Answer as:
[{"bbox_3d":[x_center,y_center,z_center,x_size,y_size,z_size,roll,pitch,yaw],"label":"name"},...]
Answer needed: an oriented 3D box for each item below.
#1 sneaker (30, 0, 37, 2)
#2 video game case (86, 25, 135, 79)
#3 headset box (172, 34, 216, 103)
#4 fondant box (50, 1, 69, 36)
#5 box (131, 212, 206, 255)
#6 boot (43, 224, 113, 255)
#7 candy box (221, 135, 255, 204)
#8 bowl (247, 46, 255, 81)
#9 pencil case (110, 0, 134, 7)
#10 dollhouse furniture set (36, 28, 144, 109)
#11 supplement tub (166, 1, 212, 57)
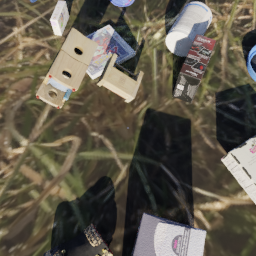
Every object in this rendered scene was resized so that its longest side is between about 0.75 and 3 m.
[{"bbox_3d":[-3.240,-4.868,10.176,0.786,0.276,0.306,-27,74,-11],"label":"sneaker"},{"bbox_3d":[-0.864,-2.501,9.053,1.669,0.192,1.520,-33,68,-15],"label":"video game case"},{"bbox_3d":[1.925,-1.757,8.103,0.621,1.231,1.656,22,65,9],"label":"headset box"},{"bbox_3d":[-2.271,-3.679,9.373,0.266,0.660,0.915,9,64,4],"label":"fondant box"},{"bbox_3d":[0.684,3.040,5.736,1.397,1.213,2.114,14,65,7],"label":"box"},{"bbox_3d":[-0.895,3.091,6.069,1.298,0.631,1.724,-34,62,-15],"label":"boot"},{"bbox_3d":[3.504,1.180,6.890,1.371,0.613,2.010,-26,70,-19],"label":"candy box"},{"bbox_3d":[4.548,-1.926,8.689,1.711,0.336,1.711,0,64,0],"label":"bowl"},{"bbox_3d":[-0.008,-5.670,10.127,1.150,1.033,2.647,-1,63,26],"label":"pencil case"},{"bbox_3d":[-1.094,-1.224,7.941,2.274,1.602,1.593,29,64,-19],"label":"dollhouse furniture set"},{"bbox_3d":[1.952,-3.161,8.925,1.014,1.014,1.537,27,66,12],"label":"supplement tub"}]
